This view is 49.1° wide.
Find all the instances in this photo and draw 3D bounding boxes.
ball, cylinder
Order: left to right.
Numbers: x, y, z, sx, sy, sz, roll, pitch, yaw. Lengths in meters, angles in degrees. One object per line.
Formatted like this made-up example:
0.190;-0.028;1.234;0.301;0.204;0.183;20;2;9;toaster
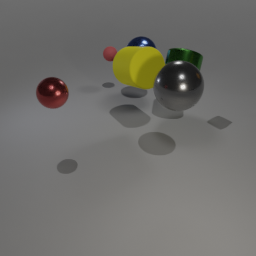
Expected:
-1.661;-0.770;6.168;0.700;0.700;0.700;0;32;0;ball
-0.846;-3.543;13.404;0.700;0.700;0.700;0;32;0;ball
0.360;-2.150;9.905;1.400;1.400;1.400;-16;21;-24;cylinder
0.578;-3.298;12.322;1.400;1.400;1.400;0;32;0;ball
1.409;-1.171;7.837;1.400;1.400;1.400;0;32;0;ball
2.093;-2.236;10.981;1.400;1.400;1.400;13;3;-1;cylinder
